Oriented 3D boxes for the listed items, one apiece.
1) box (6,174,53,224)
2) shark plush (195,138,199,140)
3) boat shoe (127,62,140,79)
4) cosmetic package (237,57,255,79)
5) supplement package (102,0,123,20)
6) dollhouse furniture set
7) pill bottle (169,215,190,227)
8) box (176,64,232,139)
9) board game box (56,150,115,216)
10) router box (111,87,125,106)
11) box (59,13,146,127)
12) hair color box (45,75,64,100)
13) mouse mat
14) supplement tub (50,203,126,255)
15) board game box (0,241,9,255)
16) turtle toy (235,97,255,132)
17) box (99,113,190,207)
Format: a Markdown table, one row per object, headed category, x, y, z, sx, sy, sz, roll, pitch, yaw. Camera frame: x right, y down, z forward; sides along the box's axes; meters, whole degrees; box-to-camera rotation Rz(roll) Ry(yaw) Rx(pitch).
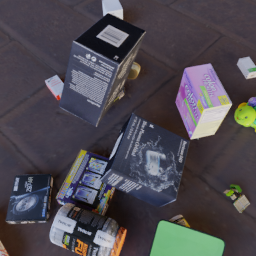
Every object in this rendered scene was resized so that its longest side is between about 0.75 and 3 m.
| category | x | y | z | sx | sy | sz | roll | pitch | yaw |
| --- | --- | --- | --- | --- | --- | --- | --- | --- | --- |
| box | -3.220 | 2.334 | 9.310 | 1.270 | 0.345 | 1.585 | -1 | 57 | -1 |
| shark plush | 2.633 | -0.365 | 10.845 | 0.822 | 0.754 | 1.810 | 21 | 59 | 13 |
| boat shoe | -0.465 | -2.823 | 12.533 | 2.144 | 0.793 | 0.712 | 24 | 50 | 10 |
| cosmetic package | 5.389 | -2.709 | 12.609 | 0.510 | 0.402 | 0.948 | -14 | 59 | -7 |
| supplement package | -0.764 | -5.742 | 14.180 | 0.821 | 1.116 | 1.067 | -13 | 58 | -8 |
| dollhouse furniture set | 3.627 | 2.363 | 9.395 | 0.511 | 0.392 | 0.780 | -35 | 92 | -14 |
| pill bottle | 1.673 | 3.429 | 8.288 | 0.834 | 0.834 | 1.498 | -25 | 60 | -16 |
| box | 2.342 | -0.809 | 9.078 | 0.885 | 1.831 | 1.610 | -11 | 61 | -9 |
| board game box | -1.246 | 1.866 | 9.502 | 1.609 | 0.552 | 1.947 | 16 | 58 | 13 |
| router box | -1.151 | -1.372 | 11.643 | 1.288 | 0.534 | 1.719 | 35 | 63 | 21 |
| box | -0.786 | -1.798 | 8.587 | 1.418 | 2.415 | 2.375 | 27 | 43 | 2 |
| hair color box | -3.032 | -1.740 | 12.011 | 0.583 | 0.336 | 1.052 | -31 | 63 | -18 |
| mouse mat | 1.465 | 3.965 | 7.733 | 1.962 | 0.092 | 2.439 | 15 | 83 | 14 |
| supplement tub | -1.145 | 3.110 | 8.268 | 2.012 | 1.233 | 1.233 | 16 | 58 | 12 |
| board game box | -5.019 | 4.056 | 7.991 | 2.741 | 0.635 | 2.077 | -35 | 63 | -21 |
| turtle toy | 5.063 | -0.593 | 10.785 | 2.180 | 1.102 | 1.588 | -19 | 59 | -12 |
| box | 0.589 | 1.065 | 9.203 | 2.234 | 1.312 | 2.197 | 26 | 58 | -8 |
